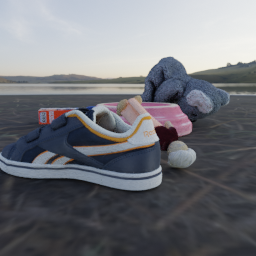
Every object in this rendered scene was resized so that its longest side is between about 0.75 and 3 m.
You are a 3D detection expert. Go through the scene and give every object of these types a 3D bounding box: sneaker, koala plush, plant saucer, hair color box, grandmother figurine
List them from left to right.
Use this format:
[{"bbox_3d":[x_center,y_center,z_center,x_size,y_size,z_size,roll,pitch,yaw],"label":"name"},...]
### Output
[{"bbox_3d":[-2.180,-0.421,9.433,1.525,0.488,0.846,-3,9,-12],"label":"hair color box"},{"bbox_3d":[-0.719,0.179,3.822,2.427,0.964,0.952,2,10,21],"label":"sneaker"},{"bbox_3d":[0.255,-0.293,7.684,2.946,0.747,2.946,0,9,0],"label":"plant saucer"},{"bbox_3d":[0.426,0.070,4.397,0.922,0.460,1.520,-27,54,-29],"label":"grandmother figurine"},{"bbox_3d":[1.968,-1.103,9.354,2.492,2.290,2.210,22,20,36],"label":"koala plush"}]

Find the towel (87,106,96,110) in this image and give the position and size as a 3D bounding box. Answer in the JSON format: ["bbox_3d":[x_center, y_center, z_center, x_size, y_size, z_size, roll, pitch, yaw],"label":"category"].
[{"bbox_3d":[-0.361,-1.061,14.283,2.918,0.347,2.143,-7,10,-40],"label":"towel"}]
